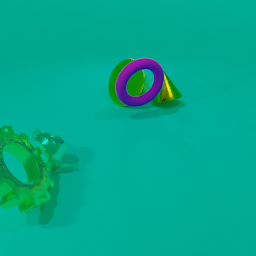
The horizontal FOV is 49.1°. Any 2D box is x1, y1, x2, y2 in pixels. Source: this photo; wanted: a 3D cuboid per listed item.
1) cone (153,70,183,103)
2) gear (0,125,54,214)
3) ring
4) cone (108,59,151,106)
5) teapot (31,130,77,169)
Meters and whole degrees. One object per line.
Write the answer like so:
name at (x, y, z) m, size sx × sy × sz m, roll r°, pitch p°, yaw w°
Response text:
cone at (1.192, -1.426, 9.063) m, size 0.997 × 1.000 × 0.997 m, roll -12°, pitch 14°, yaw 3°
gear at (-1.994, 0.694, 4.984) m, size 0.299 × 1.617 × 1.617 m, roll -33°, pitch 27°, yaw 11°
ring at (0.351, -1.253, 7.880) m, size 1.493 × 1.493 × 0.299 m, roll -13°, pitch 42°, yaw -22°
cone at (0.408, -1.395, 9.596) m, size 1.544 × 1.544 × 1.550 m, roll 27°, pitch 12°, yaw 39°
teapot at (-1.662, 0.493, 6.140) m, size 1.324 × 0.823 × 0.648 m, roll 42°, pitch 36°, yaw 21°
